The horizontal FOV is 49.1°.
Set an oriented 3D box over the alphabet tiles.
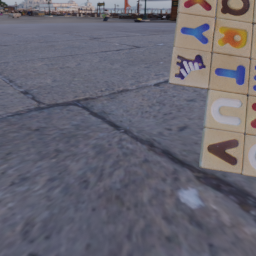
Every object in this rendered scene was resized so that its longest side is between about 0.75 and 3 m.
[{"bbox_3d":[1.537,-0.726,3.067,2.122,2.538,0.096,9,-11,0],"label":"alphabet tiles"}]
